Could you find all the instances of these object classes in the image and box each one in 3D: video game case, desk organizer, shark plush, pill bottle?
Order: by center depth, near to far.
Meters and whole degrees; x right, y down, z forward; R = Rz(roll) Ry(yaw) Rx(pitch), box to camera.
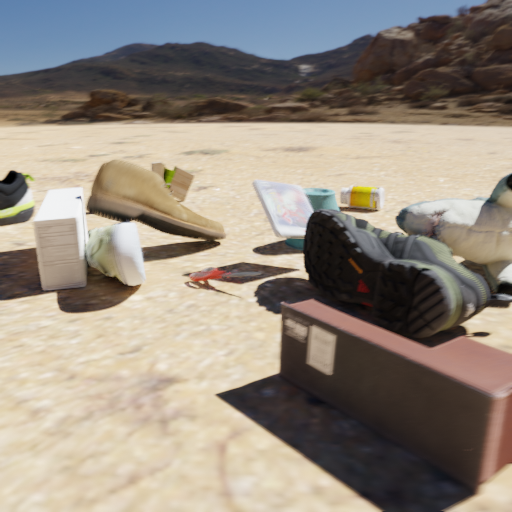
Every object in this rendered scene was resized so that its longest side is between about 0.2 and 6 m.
[{"bbox_3d":[1.337,1.094,5.331,0.917,0.854,2.381,-11,20,-38],"label":"desk organizer"},{"bbox_3d":[3.911,-0.654,9.578,1.701,1.855,4.084,6,16,35],"label":"shark plush"},{"bbox_3d":[0.557,-0.787,9.590,1.060,0.134,1.163,2,53,-38],"label":"video game case"},{"bbox_3d":[2.705,-1.492,14.334,1.062,0.580,0.580,7,18,23],"label":"pill bottle"}]

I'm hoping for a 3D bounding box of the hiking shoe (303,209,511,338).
[{"bbox_3d":[1.939,0.195,8.128,1.647,1.239,3.271,1,22,-29],"label":"hiking shoe"}]

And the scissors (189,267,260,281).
[{"bbox_3d":[-0.515,0.317,8.649,1.258,0.088,0.460,6,23,43],"label":"scissors"}]

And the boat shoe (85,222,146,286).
[{"bbox_3d":[-2.331,-0.036,9.127,0.848,0.984,2.734,-11,9,-14],"label":"boat shoe"}]

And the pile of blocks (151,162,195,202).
[{"bbox_3d":[-3.008,-1.969,14.748,2.734,1.122,0.850,-10,24,-37],"label":"pile of blocks"}]

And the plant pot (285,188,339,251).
[{"bbox_3d":[1.161,-0.756,11.031,1.155,1.085,1.155,1,17,0],"label":"plant pot"}]

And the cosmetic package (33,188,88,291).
[{"bbox_3d":[-3.338,-0.400,9.736,0.705,1.149,2.783,-4,16,-14],"label":"cosmetic package"}]

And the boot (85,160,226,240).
[{"bbox_3d":[-1.710,-0.983,10.560,2.788,1.052,1.026,19,-17,-32],"label":"boot"}]

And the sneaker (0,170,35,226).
[{"bbox_3d":[-6.412,-1.257,12.200,1.173,1.354,3.271,12,21,35],"label":"sneaker"}]
